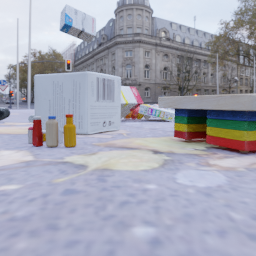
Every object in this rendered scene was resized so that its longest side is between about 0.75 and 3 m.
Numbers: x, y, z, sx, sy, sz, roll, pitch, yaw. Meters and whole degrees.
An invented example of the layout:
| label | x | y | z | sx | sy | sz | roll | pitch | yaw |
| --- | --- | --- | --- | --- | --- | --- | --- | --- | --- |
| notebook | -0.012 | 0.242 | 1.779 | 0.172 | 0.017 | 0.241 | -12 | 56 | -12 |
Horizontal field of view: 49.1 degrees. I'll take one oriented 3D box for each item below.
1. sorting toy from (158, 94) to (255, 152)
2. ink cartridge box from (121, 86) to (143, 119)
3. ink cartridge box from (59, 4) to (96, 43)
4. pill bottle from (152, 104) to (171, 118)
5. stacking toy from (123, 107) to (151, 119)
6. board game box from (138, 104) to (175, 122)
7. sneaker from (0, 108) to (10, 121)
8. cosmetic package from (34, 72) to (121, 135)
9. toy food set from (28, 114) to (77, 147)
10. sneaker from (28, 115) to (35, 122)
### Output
| label | x | y | z | sx | sy | sz | roll | pitch | yaw |
| --- | --- | --- | --- | --- | --- | --- | --- | --- | --- |
| sorting toy | 2.672 | -0.183 | 6.295 | 2.956 | 1.035 | 2.974 | -2 | 5 | -24 |
| ink cartridge box | -0.781 | -1.231 | 14.176 | 1.886 | 1.084 | 2.598 | -32 | -14 | 33 |
| ink cartridge box | -1.144 | -2.383 | 6.435 | 0.771 | 0.560 | 0.323 | 13 | -27 | -34 |
| pill bottle | 2.176 | -1.130 | 18.599 | 0.867 | 0.867 | 1.536 | 4 | 6 | 41 |
| stacking toy | 0.565 | -0.867 | 15.977 | 1.528 | 1.116 | 1.116 | 16 | 6 | 3 |
| board game box | 1.692 | -0.839 | 15.079 | 1.780 | 0.453 | 2.648 | 16 | 8 | 11 |
| sneaker | -6.756 | -0.577 | 13.365 | 2.119 | 0.704 | 0.959 | -6 | 9 | -20 |
| cosmetic package | -1.596 | -0.798 | 9.014 | 2.174 | 1.794 | 1.792 | 4 | 5 | 32 |
| toy food set | -1.722 | 0.024 | 6.056 | 0.708 | 0.667 | 1.483 | -4 | 6 | -38 |
| sneaker | -4.064 | -0.502 | 13.587 | 1.322 | 0.479 | 0.753 | 1 | 2 | 16 |
